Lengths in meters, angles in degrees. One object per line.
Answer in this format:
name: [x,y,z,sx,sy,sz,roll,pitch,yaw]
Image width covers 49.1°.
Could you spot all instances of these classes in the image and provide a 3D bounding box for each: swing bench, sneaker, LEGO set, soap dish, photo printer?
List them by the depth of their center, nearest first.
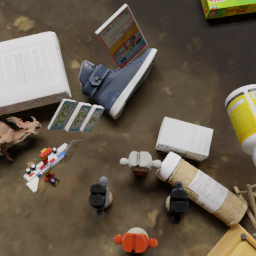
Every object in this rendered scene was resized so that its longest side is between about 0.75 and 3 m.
LEGO set: [-1.594,0.583,7.319,0.649,1.976,2.646,35,101,19]
soap dish: [3.059,3.874,7.790,1.515,0.782,1.925,43,78,11]
swing bench: [4.287,2.228,8.123,1.631,1.064,1.640,-17,75,-5]
photo printer: [-3.523,-1.743,9.225,2.857,0.992,2.377,-15,80,-4]
sneaker: [-0.410,-1.946,9.304,1.991,1.048,2.756,35,78,6]

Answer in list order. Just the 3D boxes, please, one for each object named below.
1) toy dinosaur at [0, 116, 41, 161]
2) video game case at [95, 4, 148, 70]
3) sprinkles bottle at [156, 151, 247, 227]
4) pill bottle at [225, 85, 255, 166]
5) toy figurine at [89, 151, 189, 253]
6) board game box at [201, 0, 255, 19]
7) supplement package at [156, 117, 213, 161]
toy dinosaur: [-3.931,0.097,8.568,2.150,0.923,1.457,21,70,-25]
video game case: [-0.123,-2.355,7.426,1.045,1.462,0.128,-44,54,-1]
sprinkles bottle: [2.143,1.780,8.321,2.656,0.906,0.906,34,77,9]
pill bottle: [3.213,-0.031,6.927,1.079,1.079,1.919,-8,59,-2]
toy figurine: [0.301,2.056,7.936,2.450,1.704,2.412,-42,73,-9]
board game box: [3.935,-4.845,10.396,2.275,0.542,1.156,-9,74,-3]
supplement package: [1.721,0.367,8.729,1.522,0.893,0.890,15,75,4]
